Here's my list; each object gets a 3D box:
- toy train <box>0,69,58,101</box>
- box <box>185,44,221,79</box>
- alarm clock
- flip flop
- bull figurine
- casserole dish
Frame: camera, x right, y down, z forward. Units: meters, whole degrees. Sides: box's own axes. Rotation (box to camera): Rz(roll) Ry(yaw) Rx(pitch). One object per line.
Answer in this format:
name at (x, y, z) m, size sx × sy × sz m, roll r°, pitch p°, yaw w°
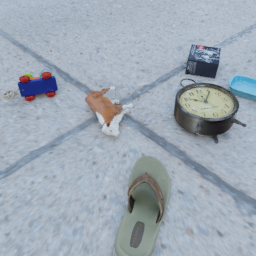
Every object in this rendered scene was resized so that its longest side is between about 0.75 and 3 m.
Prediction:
toy train at (-3.871, -1.684, 10.638) m, size 2.217 × 0.938 × 1.283 m, roll -13°, pitch 34°, yaw -13°
box at (3.205, -2.860, 11.927) m, size 1.276 × 0.729 × 1.401 m, roll 12°, pitch 45°, yaw 11°
alarm clock at (2.506, -0.819, 9.585) m, size 2.023 × 0.998 × 2.999 m, roll -8°, pitch 46°, yaw -8°
flip flop at (0.393, 1.801, 6.915) m, size 1.185 × 0.841 × 2.921 m, roll 11°, pitch 45°, yaw 12°
bull figurine at (-0.632, -0.637, 9.604) m, size 1.351 × 0.725 × 2.226 m, roll -20°, pitch 49°, yaw -24°
casserole dish at (4.756, -1.472, 10.738) m, size 1.864 × 0.362 × 1.129 m, roll 22°, pitch 48°, yaw 22°
